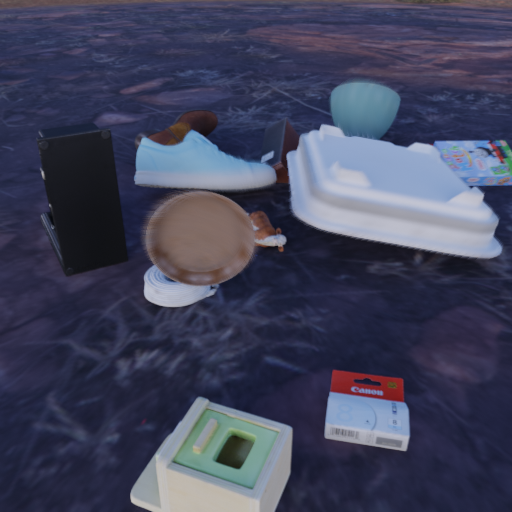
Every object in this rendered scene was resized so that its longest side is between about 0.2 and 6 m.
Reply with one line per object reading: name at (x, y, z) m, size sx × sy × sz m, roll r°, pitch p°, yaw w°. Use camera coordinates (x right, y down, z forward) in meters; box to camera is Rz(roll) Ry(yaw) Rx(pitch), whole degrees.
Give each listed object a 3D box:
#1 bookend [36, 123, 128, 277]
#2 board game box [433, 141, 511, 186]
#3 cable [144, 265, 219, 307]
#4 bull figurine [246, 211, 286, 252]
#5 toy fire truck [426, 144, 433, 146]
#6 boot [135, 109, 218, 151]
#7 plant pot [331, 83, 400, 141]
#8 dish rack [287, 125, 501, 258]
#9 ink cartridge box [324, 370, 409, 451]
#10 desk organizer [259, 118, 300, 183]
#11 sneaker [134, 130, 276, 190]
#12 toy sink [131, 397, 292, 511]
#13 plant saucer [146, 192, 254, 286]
bookend at (-3.274, -1.326, 9.919) m, size 1.119 × 2.430 × 2.415 m, roll -15°, pitch 34°, yaw -24°
board game box at (5.152, -2.165, 13.037) m, size 1.746 × 0.320 × 1.321 m, roll -3°, pitch 49°, yaw -4°
cable at (-1.266, 0.421, 8.969) m, size 1.054 × 0.365 × 1.054 m, roll 24°, pitch 38°, yaw 35°
bull figurine at (0.051, -0.438, 10.385) m, size 0.769 × 0.413 × 1.267 m, roll -7°, pitch 31°, yaw -12°
toy fire truck at (4.624, -2.459, 13.925) m, size 0.826 × 0.286 × 1.172 m, roll 8°, pitch 31°, yaw 10°
boot at (-1.374, -2.803, 13.937) m, size 2.488 × 0.905 × 2.643 m, roll -23°, pitch 38°, yaw -34°
plant pot at (2.758, -3.565, 14.602) m, size 1.777 × 1.197 × 1.777 m, roll 10°, pitch -6°, yaw 1°
dish rack at (2.526, -1.518, 10.891) m, size 3.720 × 0.944 × 4.335 m, roll 9°, pitch 26°, yaw -4°
ink cartridge box at (1.349, 1.760, 6.789) m, size 0.935 × 0.276 × 1.168 m, roll 6°, pitch 32°, yaw 10°
desk organizer at (0.590, -2.414, 13.409) m, size 0.668 × 0.717 × 1.862 m, roll -23°, pitch 37°, yaw 29°
sneaker at (-1.060, -2.059, 11.964) m, size 3.045 × 1.248 × 1.126 m, roll 1°, pitch 5°, yaw -8°
toy sink at (-0.472, 2.095, 5.680) m, size 1.458 × 0.817 × 0.950 m, roll 12°, pitch 33°, yaw 19°
plant saucer at (-0.813, -0.269, 8.218) m, size 1.564 × 1.564 × 0.269 m, roll -3°, pitch 31°, yaw -6°
